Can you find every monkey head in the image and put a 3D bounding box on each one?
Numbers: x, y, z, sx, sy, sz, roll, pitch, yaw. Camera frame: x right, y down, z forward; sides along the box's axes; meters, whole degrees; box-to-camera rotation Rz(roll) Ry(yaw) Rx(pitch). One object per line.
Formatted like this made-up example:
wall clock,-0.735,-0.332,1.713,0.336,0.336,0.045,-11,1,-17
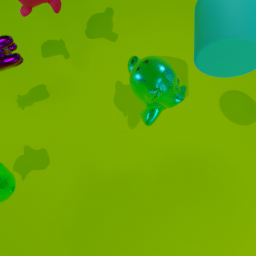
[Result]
monkey head,-1.862,-2.735,5.667,0.826,1.370,0.986,-25,77,-26
monkey head,0.442,-0.755,5.700,1.117,1.334,1.854,26,22,-29

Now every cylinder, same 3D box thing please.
cylinder,1.862,-1.776,5.187,1.242,1.242,1.242,5,69,3

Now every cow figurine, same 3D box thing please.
cow figurine,-1.960,0.799,3.854,1.139,1.120,0.625,5,59,18
cow figurine,-2.285,-1.101,4.515,1.052,1.069,0.587,-24,102,-12
